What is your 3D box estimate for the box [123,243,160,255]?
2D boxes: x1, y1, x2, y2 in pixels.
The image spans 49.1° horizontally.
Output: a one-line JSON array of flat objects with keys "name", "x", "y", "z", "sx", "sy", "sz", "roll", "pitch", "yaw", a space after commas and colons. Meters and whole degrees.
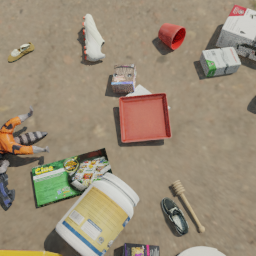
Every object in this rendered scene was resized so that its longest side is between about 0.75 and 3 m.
[{"name": "box", "x": 0.357, "y": 3.521, "z": 7.771, "sx": 0.994, "sy": 0.608, "sz": 0.527, "roll": 5, "pitch": 63, "yaw": 2}]

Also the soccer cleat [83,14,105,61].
[{"name": "soccer cleat", "x": -1.394, "y": -3.688, "z": 11.455, "sx": 0.856, "sy": 0.765, "sz": 2.206, "roll": -4, "pitch": 70, "yaw": -8}]

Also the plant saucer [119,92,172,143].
[{"name": "plant saucer", "x": 0.581, "y": -0.337, "z": 9.756, "sx": 1.697, "sy": 0.311, "sz": 1.694, "roll": -6, "pitch": 71, "yaw": 5}]

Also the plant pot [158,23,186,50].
[{"name": "plant pot", "x": 1.751, "y": -3.804, "z": 11.427, "sx": 0.838, "sy": 0.947, "sz": 0.947, "roll": 37, "pitch": 68, "yaw": 27}]

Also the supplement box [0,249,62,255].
[{"name": "supplement box", "x": -2.582, "y": 4.404, "z": 6.677, "sx": 1.398, "sy": 1.773, "sz": 2.709, "roll": 0, "pitch": 62, "yaw": 2}]

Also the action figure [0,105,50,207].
[{"name": "action figure", "x": -3.877, "y": 0.946, "z": 8.975, "sx": 2.733, "sy": 1.478, "sz": 2.825, "roll": -24, "pitch": 90, "yaw": -4}]

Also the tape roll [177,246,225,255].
[{"name": "tape roll", "x": 2.051, "y": 4.287, "z": 7.509, "sx": 2.091, "sy": 0.382, "sz": 2.091, "roll": 0, "pitch": 63, "yaw": 0}]

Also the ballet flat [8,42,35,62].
[{"name": "ballet flat", "x": -4.370, "y": -3.111, "z": 11.313, "sx": 1.208, "sy": 0.381, "sz": 0.415, "roll": -37, "pitch": 69, "yaw": -17}]

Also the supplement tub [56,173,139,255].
[{"name": "supplement tub", "x": -0.799, "y": 2.443, "z": 7.822, "sx": 1.500, "sy": 1.500, "sz": 2.074, "roll": 35, "pitch": 68, "yaw": 16}]

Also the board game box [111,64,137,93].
[{"name": "board game box", "x": -0.137, "y": -1.857, "z": 10.489, "sx": 0.801, "sy": 0.487, "sz": 1.005, "roll": -1, "pitch": 57, "yaw": 10}]

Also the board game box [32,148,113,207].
[{"name": "board game box", "x": -1.754, "y": 1.549, "z": 8.986, "sx": 2.459, "sy": 0.288, "sz": 1.288, "roll": -15, "pitch": 66, "yaw": -7}]

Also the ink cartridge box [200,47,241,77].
[{"name": "ink cartridge box", "x": 3.588, "y": -2.591, "z": 10.955, "sx": 1.284, "sy": 0.533, "sz": 0.941, "roll": -9, "pitch": 63, "yaw": -4}]

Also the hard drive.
[{"name": "hard drive", "x": 0.651, "y": -0.841, "z": 10.249, "sx": 1.511, "sy": 0.199, "sz": 0.997, "roll": 40, "pitch": 69, "yaw": 19}]

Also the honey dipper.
[{"name": "honey dipper", "x": 1.859, "y": 2.380, "z": 8.541, "sx": 0.314, "sy": 0.314, "sz": 1.654, "roll": -24, "pitch": 67, "yaw": -12}]

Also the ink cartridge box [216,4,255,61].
[{"name": "ink cartridge box", "x": 5.028, "y": -3.775, "z": 11.310, "sx": 2.335, "sy": 0.968, "sz": 1.714, "roll": 25, "pitch": 65, "yaw": 13}]

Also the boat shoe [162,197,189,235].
[{"name": "boat shoe", "x": 1.436, "y": 2.590, "z": 8.386, "sx": 0.463, "sy": 0.369, "sz": 1.224, "roll": -30, "pitch": 67, "yaw": -14}]
